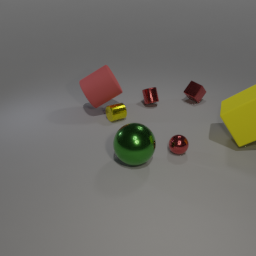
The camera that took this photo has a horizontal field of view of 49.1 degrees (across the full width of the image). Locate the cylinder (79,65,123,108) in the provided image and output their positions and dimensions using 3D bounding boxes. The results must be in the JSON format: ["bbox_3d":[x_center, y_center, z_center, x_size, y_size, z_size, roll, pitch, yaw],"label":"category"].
[{"bbox_3d":[-1.171,-1.806,12.235,1.400,1.400,1.400,-30,30,7],"label":"cylinder"}]

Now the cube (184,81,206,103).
[{"bbox_3d":[3.271,-1.761,13.674,0.700,0.700,0.700,36,2,37],"label":"cube"}]

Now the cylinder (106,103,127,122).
[{"bbox_3d":[-0.510,-0.687,12.103,0.700,0.700,0.700,-15,33,-28],"label":"cylinder"}]

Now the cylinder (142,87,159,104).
[{"bbox_3d":[1.079,-1.538,13.387,0.700,0.700,0.700,-12,2,1],"label":"cylinder"}]

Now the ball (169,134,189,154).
[{"bbox_3d":[1.780,0.578,9.847,0.700,0.700,0.700,0,29,0],"label":"ball"}]

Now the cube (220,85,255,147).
[{"bbox_3d":[4.269,-0.452,9.965,1.400,1.400,1.400,-29,13,30],"label":"cube"}]

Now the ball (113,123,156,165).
[{"bbox_3d":[0.213,0.525,9.196,1.400,1.400,1.400,0,29,0],"label":"ball"}]
